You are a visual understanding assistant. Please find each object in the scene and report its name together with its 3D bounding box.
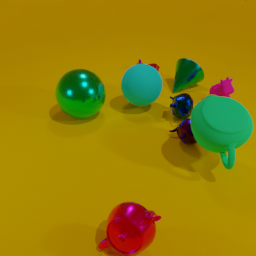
[{"bbox_3d":[0.039,1.553,4.294,0.800,1.287,0.630,56,22,5],"label":"teapot"},{"bbox_3d":[-1.281,-0.925,7.619,1.354,1.354,1.354,0,34,0],"label":"ball"},{"bbox_3d":[0.388,-1.219,7.947,1.172,1.172,1.172,0,34,0],"label":"ball"},{"bbox_3d":[1.770,-1.532,9.254,1.079,1.079,1.083,26,68,33],"label":"cone"},{"bbox_3d":[0.677,-2.144,10.107,0.968,0.531,0.953,-8,39,18],"label":"cow figurine"},{"bbox_3d":[1.419,-0.612,7.645,0.576,0.731,1.176,3,30,-7],"label":"teapot"},{"bbox_3d":[2.688,-1.097,8.127,0.533,0.955,0.970,-20,31,-6],"label":"cow figurine"},{"bbox_3d":[1.424,0.113,6.734,0.519,0.659,1.059,-32,26,-20],"label":"teapot"},{"bbox_3d":[1.890,-0.065,5.913,1.247,0.982,2.005,-3,54,-4],"label":"teapot"}]
